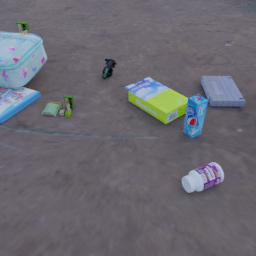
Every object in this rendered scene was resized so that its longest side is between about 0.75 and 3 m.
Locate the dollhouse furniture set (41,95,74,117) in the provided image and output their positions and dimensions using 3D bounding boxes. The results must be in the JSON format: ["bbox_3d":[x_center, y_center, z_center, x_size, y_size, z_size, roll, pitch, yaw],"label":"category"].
[{"bbox_3d":[-1.964,-0.631,7.764,0.813,0.408,0.532,7,38,8],"label":"dollhouse furniture set"}]

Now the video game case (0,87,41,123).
[{"bbox_3d":[-3.945,-0.905,8.299,2.163,0.193,1.548,18,41,21],"label":"video game case"}]

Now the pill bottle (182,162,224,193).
[{"bbox_3d":[1.493,1.011,5.637,0.782,0.439,0.439,-18,41,-21],"label":"pill bottle"}]

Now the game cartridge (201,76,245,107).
[{"bbox_3d":[2.835,-1.140,8.554,0.998,0.295,1.539,-3,38,3],"label":"game cartridge"}]

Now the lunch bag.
[{"bbox_3d":[-4.029,-2.308,8.910,2.530,0.975,2.029,12,50,14],"label":"lunch bag"}]

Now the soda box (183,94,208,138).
[{"bbox_3d":[1.616,-0.267,6.785,0.350,1.033,0.332,-22,43,-25],"label":"soda box"}]

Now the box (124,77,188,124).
[{"bbox_3d":[0.824,-0.834,8.016,1.056,0.413,1.732,-27,45,-30],"label":"box"}]

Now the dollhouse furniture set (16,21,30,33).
[{"bbox_3d":[-4.667,-3.663,11.392,0.960,0.742,1.922,10,39,13],"label":"dollhouse furniture set"}]

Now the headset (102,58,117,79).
[{"bbox_3d":[-0.683,-2.056,9.372,0.491,0.646,1.046,26,34,-2],"label":"headset"}]
